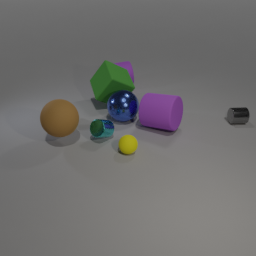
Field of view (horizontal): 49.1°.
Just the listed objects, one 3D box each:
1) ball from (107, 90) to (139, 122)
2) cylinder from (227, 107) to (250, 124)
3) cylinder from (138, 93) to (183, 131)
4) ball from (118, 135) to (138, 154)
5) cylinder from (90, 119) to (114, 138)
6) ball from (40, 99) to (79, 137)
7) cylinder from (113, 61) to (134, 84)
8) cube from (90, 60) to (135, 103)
[{"bbox_3d":[-0.217,-0.968,12.204,1.400,1.400,1.400,0,29,0],"label":"ball"},{"bbox_3d":[4.781,-0.540,12.161,0.700,0.700,0.700,-2,29,-4],"label":"cylinder"},{"bbox_3d":[1.356,-0.679,11.446,1.400,1.400,1.400,10,30,30],"label":"cylinder"},{"bbox_3d":[0.003,0.591,10.098,0.700,0.700,0.700,0,29,0],"label":"ball"},{"bbox_3d":[-0.994,0.019,10.801,0.700,0.700,0.700,18,8,29],"label":"cylinder"},{"bbox_3d":[-2.506,-0.359,10.297,1.400,1.400,1.400,0,29,0],"label":"ball"},{"bbox_3d":[-0.511,-2.920,15.602,1.400,1.400,1.400,-12,30,-10],"label":"cylinder"},{"bbox_3d":[-0.764,-2.092,13.384,1.400,1.400,1.400,15,41,-39],"label":"cube"}]
